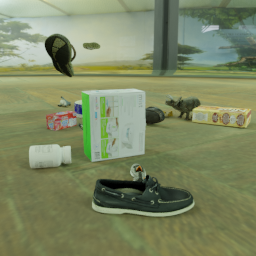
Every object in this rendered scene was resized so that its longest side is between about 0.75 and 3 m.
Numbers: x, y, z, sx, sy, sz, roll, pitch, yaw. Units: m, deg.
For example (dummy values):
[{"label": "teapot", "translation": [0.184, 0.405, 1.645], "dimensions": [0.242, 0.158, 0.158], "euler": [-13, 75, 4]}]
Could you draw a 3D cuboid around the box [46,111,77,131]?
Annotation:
[{"label": "box", "translation": [-2.536, -0.296, 10.724], "dimensions": [0.527, 0.550, 1.104], "euler": [10, 18, 34]}]

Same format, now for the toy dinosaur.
[{"label": "toy dinosaur", "translation": [2.692, -0.950, 12.184], "dimensions": [2.105, 1.076, 0.810], "euler": [-5, 16, -16]}]

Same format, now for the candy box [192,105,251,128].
[{"label": "candy box", "translation": [3.813, -0.502, 11.423], "dimensions": [2.100, 0.581, 1.212], "euler": [8, 17, 29]}]

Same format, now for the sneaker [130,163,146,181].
[{"label": "sneaker", "translation": [0.249, 0.973, 6.296], "dimensions": [0.349, 0.375, 0.945], "euler": [-3, 14, -5]}]

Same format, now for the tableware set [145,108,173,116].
[{"label": "tableware set", "translation": [1.222, -0.699, 12.929], "dimensions": [1.693, 0.260, 1.141], "euler": [6, 13, 25]}]

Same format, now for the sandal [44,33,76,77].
[{"label": "sandal", "translation": [-2.606, -3.015, 11.353], "dimensions": [1.164, 0.837, 2.932], "euler": [34, -14, -1]}]

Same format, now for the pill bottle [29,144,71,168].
[{"label": "pill bottle", "translation": [-1.922, 0.694, 6.986], "dimensions": [0.975, 0.557, 0.557], "euler": [-3, 15, -12]}]

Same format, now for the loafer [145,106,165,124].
[{"label": "loafer", "translation": [0.606, -0.449, 11.219], "dimensions": [0.708, 0.713, 1.959], "euler": [-23, 16, -38]}]

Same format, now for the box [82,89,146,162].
[{"label": "box", "translation": [-0.377, -0.126, 7.654], "dimensions": [1.580, 1.790, 0.866], "euler": [-7, 16, -22]}]

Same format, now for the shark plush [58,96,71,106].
[{"label": "shark plush", "translation": [-3.392, -1.304, 15.297], "dimensions": [0.516, 0.563, 1.240], "euler": [22, -4, 4]}]

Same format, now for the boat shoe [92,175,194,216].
[{"label": "boat shoe", "translation": [0.281, 1.155, 5.104], "dimensions": [1.870, 0.620, 0.699], "euler": [1, 15, 5]}]

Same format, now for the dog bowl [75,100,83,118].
[{"label": "dog bowl", "translation": [-1.657, -0.896, 12.853], "dimensions": [1.578, 0.622, 1.578], "euler": [0, 15, 0]}]

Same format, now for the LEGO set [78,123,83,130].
[{"label": "LEGO set", "translation": [-0.821, 0.182, 9.280], "dimensions": [1.415, 0.618, 2.179], "euler": [11, 5, 30]}]

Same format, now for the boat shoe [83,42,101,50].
[{"label": "boat shoe", "translation": [-1.666, -3.766, 12.917], "dimensions": [0.816, 0.305, 0.279], "euler": [7, -10, 0]}]
